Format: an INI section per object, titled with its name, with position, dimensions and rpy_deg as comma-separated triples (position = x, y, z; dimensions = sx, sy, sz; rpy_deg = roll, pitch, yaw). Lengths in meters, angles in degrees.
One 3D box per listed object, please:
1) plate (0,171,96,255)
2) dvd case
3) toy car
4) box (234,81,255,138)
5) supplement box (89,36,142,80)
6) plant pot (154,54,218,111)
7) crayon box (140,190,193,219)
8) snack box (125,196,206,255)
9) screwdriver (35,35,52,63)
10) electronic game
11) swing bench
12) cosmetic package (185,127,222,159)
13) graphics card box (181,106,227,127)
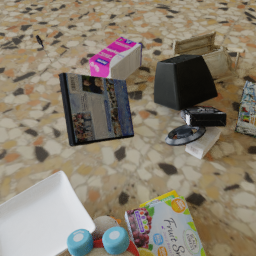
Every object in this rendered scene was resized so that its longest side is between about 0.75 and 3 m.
[plate]
position = -2.617, 2.785, 7.852
dimensions = 2.904, 0.469, 2.897
rpy_deg = -30, 37, -16
[dvd case]
position = -0.723, -0.505, 7.507
dimensions = 0.217, 1.762, 2.470
rpy_deg = -10, -2, 36
[toy car]
position = -0.496, 2.969, 7.397
dimensions = 1.731, 1.804, 1.957
rpy_deg = -7, 26, 10
[box]
position = 5.669, -0.704, 11.594
dimensions = 1.992, 0.580, 2.910
rpy_deg = 17, 49, 16
[supplement box]
position = -0.539, -3.129, 13.427
dimensions = 1.288, 1.316, 2.546
rpy_deg = 27, 54, 22
[plant pot]
position = 2.218, -1.990, 11.518
dimensions = 1.996, 1.775, 2.000
rpy_deg = -21, 24, -18
[crayon box]
position = 1.146, 2.636, 8.559
dimensions = 1.274, 0.371, 1.100
rpy_deg = -18, 49, -16
[snack box]
position = 1.068, 3.251, 7.448
dimensions = 1.744, 0.650, 2.453
rpy_deg = -12, 62, -12
[screwdriver]
position = -2.929, -2.783, 9.878
dimensions = 0.159, 1.090, 0.152
rpy_deg = -45, 46, -17
[electronic game]
position = 2.129, 0.245, 10.434
dimensions = 1.549, 0.322, 1.549
rpy_deg = -21, 18, 7
[swing bench]
position = 3.760, -3.326, 13.490
dimensions = 2.415, 1.575, 2.427
rpy_deg = -18, 44, -15
[cosmetic package]
position = 2.846, 0.455, 10.549
dimensions = 0.724, 0.527, 1.424
rpy_deg = 32, 52, 28
[graphics card box]
position = 2.815, -0.473, 10.701
dimensions = 1.306, 0.529, 2.082
rpy_deg = 0, 11, 1
